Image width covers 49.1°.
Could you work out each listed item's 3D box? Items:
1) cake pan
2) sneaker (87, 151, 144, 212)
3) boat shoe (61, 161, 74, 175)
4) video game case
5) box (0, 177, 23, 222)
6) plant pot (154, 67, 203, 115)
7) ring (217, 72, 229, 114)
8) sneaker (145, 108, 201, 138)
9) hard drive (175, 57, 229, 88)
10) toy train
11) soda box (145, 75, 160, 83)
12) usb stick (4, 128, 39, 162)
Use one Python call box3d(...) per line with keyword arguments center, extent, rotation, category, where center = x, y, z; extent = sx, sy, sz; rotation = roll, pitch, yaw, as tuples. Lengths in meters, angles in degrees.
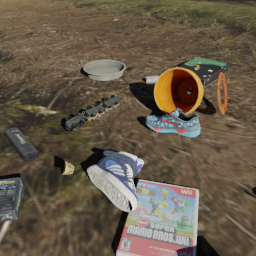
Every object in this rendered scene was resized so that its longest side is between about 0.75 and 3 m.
box3d(center=(-1.282, -3.184, 15.423), extent=(2.320, 0.426, 2.320), rotation=(0, 33, 0), category="cake pan")
box3d(center=(0.000, 1.313, 7.943), extent=(1.595, 0.878, 2.178), rotation=(-25, 30, -29), category="sneaker")
box3d(center=(-1.674, 1.125, 7.848), extent=(0.329, 0.367, 0.993), rotation=(16, -4, -15), category="boat shoe")
box3d(center=(0.861, 2.329, 7.089), extent=(1.745, 0.213, 2.441), rotation=(7, 33, 12), category="video game case")
box3d(center=(-3.709, 1.962, 7.475), extent=(1.592, 0.406, 1.255), rotation=(-7, 34, -9), category="box")
box3d(center=(2.305, -1.493, 11.635), extent=(1.909, 1.909, 1.748), rotation=(20, 17, 28), category="plant pot")
box3d(center=(3.776, -1.372, 11.052), extent=(0.157, 1.633, 1.633), rotation=(-1, 29, 31), category="ring")
box3d(center=(1.682, -0.356, 10.504), extent=(2.117, 1.011, 0.840), rotation=(9, 34, 14), category="sneaker")
box3d(center=(3.884, -3.070, 15.127), extent=(2.064, 0.559, 2.955), rotation=(23, 40, 32), category="hard drive")
box3d(center=(-1.327, -0.611, 11.195), extent=(0.504, 0.676, 2.953), rotation=(45, 47, 13), category="toy train")
box3d(center=(1.308, -2.545, 14.594), extent=(0.806, 0.256, 0.276), rotation=(-6, 33, -11), category="soda box")
box3d(center=(-3.728, 0.537, 9.752), extent=(0.569, 0.335, 2.052), rotation=(-23, 39, -31), category="usb stick")
